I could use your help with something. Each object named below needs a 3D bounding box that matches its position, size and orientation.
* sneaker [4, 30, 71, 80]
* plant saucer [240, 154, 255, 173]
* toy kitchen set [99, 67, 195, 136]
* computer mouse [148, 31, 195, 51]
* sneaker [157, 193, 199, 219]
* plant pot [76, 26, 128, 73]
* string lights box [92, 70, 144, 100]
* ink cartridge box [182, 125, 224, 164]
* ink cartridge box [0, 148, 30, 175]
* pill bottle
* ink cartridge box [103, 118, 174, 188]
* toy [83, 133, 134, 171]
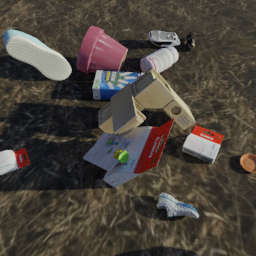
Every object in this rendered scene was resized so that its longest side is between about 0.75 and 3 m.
[{"bbox_3d":[-3.312,-2.826,10.520,1.048,2.836,1.162,-40,55,14],"label":"sneaker"},{"bbox_3d":[4.636,1.350,10.545,0.841,0.157,0.841,0,49,0],"label":"plant saucer"},{"bbox_3d":[0.747,-0.160,10.975,2.954,2.665,2.410,-37,31,20],"label":"toy kitchen set"},{"bbox_3d":[2.374,-4.871,15.587,2.643,0.580,1.449,5,54,-3],"label":"computer mouse"},{"bbox_3d":[1.611,2.721,9.211,1.438,0.539,0.623,19,58,26],"label":"sneaker"},{"bbox_3d":[-1.172,-3.518,13.555,1.962,2.192,2.192,21,51,-3],"label":"plant pot"},{"bbox_3d":[-0.272,-1.928,12.924,2.519,0.743,1.294,3,50,3],"label":"string lights box"},{"bbox_3d":[3.017,0.526,11.113,1.272,0.447,1.566,23,58,18],"label":"ink cartridge box"},{"bbox_3d":[-4.391,1.187,10.620,1.107,0.316,0.899,-23,53,-13],"label":"ink cartridge box"},{"bbox_3d":[1.582,-3.337,13.943,1.800,1.020,1.020,-33,57,-24],"label":"pill bottle"},{"bbox_3d":[0.313,0.735,9.590,0.741,2.598,2.112,34,52,-10],"label":"ink cartridge box"},{"bbox_3d":[-0.647,0.904,10.062,1.315,0.539,2.283,-52,24,-16],"label":"toy"}]
